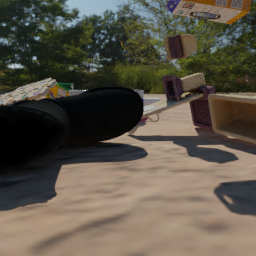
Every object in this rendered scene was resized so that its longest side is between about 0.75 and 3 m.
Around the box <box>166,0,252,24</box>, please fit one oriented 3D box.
[{"bbox_3d":[1.444,-2.303,5.268,1.415,0.293,0.842,10,6,-4],"label":"box"}]

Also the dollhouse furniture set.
[{"bbox_3d":[1.179,-0.601,5.355,2.095,2.339,2.952,-19,17,-19],"label":"dollhouse furniture set"}]

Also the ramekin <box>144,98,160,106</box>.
[{"bbox_3d":[0.890,-1.010,12.216,1.149,0.560,1.149,0,8,0],"label":"ramekin"}]

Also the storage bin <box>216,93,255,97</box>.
[{"bbox_3d":[3.910,-0.901,10.452,1.780,0.840,1.793,-1,9,-14],"label":"storage bin"}]

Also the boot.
[{"bbox_3d":[-1.002,-0.082,4.173,2.676,0.990,2.192,-7,6,-2],"label":"boot"}]

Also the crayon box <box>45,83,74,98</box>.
[{"bbox_3d":[-2.456,-1.032,10.145,0.995,1.153,0.336,0,21,3],"label":"crayon box"}]

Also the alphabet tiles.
[{"bbox_3d":[-3.624,-1.037,9.239,2.535,0.185,2.479,-11,29,19],"label":"alphabet tiles"}]

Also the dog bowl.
[{"bbox_3d":[-0.679,-0.754,9.041,2.378,0.936,2.378,0,9,0],"label":"dog bowl"}]
